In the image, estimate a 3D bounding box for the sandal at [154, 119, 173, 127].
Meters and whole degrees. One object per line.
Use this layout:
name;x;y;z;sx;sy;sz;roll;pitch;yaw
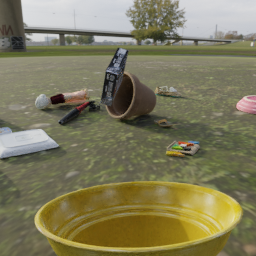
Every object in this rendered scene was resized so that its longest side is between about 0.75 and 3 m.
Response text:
sandal;1.303;-0.228;10.539;0.371;0.249;0.923;-10;21;-28

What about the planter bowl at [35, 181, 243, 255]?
planter bowl;0.140;1.491;3.646;2.538;1.057;2.538;-2;2;0

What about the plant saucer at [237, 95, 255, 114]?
plant saucer;6.047;-1.076;12.684;2.078;0.527;2.078;-1;18;0

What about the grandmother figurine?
grandmother figurine;-3.135;-1.381;13.394;2.572;0.779;1.560;-16;0;-33

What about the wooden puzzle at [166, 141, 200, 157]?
wooden puzzle;1.644;0.567;8.299;0.855;0.148;1.267;8;20;23

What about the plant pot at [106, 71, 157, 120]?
plant pot;0.262;-1.215;11.495;1.658;1.901;1.901;8;9;-40

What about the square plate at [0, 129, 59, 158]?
square plate;-3.228;0.394;8.682;1.693;0.243;1.709;-11;22;-30

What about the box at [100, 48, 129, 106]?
box;-0.444;-1.732;9.400;0.409;1.298;1.645;17;44;1

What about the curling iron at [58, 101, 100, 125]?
curling iron;-2.022;-0.707;11.790;0.727;0.375;2.932;8;20;22

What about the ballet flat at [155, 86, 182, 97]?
ballet flat;2.242;-2.049;15.633;1.584;0.517;0.558;9;19;24

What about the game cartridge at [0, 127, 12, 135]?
game cartridge;-4.252;0.159;9.547;0.533;0.166;0.801;-16;23;-29
